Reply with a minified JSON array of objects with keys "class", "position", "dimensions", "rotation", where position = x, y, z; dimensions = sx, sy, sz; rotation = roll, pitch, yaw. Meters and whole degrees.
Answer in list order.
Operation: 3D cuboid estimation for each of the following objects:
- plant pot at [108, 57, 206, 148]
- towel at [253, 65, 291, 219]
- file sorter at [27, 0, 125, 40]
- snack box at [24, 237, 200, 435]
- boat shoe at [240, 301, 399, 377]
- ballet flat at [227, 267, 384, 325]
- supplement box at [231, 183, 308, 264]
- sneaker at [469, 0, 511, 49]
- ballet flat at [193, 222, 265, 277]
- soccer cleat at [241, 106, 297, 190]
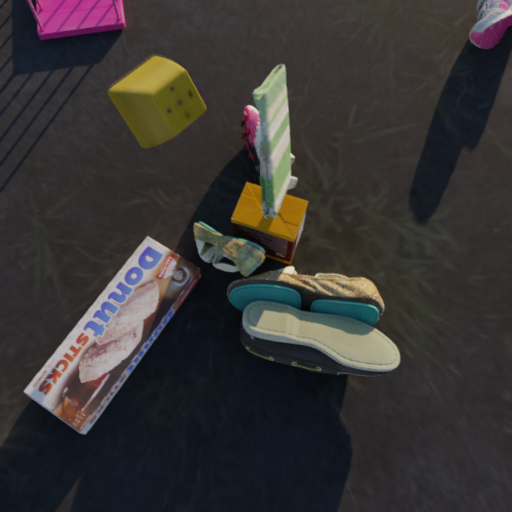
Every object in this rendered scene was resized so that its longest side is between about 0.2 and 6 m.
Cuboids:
[{"class":"plant pot","position":[-1.592,-2.649,9.703],"dimensions":[1.194,1.194,1.053],"rotation":[-45,37,-22]},{"class":"towel","position":[0.289,-1.812,8.921],"dimensions":[0.238,2.032,1.550],"rotation":[3,33,15]},{"class":"file sorter","position":[-4.286,-6.780,12.809],"dimensions":[1.977,1.785,2.846],"rotation":[-10,66,-5]},{"class":"snack box","position":[-2.458,1.327,9.955],"dimensions":[1.237,0.418,3.441],"rotation":[30,69,13]},{"class":"boat shoe","position":[1.057,1.537,9.675],"dimensions":[2.721,0.819,0.970],"rotation":[16,44,5]},{"class":"ballet flat","position":[0.884,0.676,10.125],"dimensions":[2.767,0.976,0.903],"rotation":[9,40,1]},{"class":"supplement box","position":[0.234,-0.573,10.362],"dimensions":[1.185,1.201,0.797],"rotation":[18,69,8]},{"class":"sneaker","position":[5.415,-5.537,12.827],"dimensions":[0.942,0.869,2.136],"rotation":[40,63,17]},{"class":"ballet flat","position":[-0.655,-0.109,10.069],"dimensions":[0.701,0.701,1.982],"rotation":[-47,40,-18]},{"class":"soccer cleat","position":[0.267,-2.162,11.415],"dimensions":[0.874,0.707,2.024],"rotation":[-11,72,-11]}]
